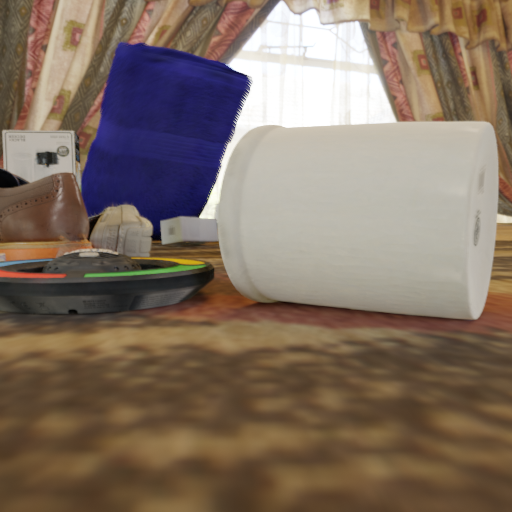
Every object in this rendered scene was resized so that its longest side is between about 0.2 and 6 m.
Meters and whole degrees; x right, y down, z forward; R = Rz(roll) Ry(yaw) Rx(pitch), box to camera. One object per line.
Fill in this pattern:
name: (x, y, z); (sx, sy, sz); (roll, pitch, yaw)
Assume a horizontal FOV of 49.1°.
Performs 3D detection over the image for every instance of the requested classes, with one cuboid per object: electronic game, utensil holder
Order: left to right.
electronic game: (-1.290, 0.143, 4.431); (1.918, 0.399, 1.918); (1, 4, 0)
utensil holder: (0.748, -0.252, 3.877); (1.578, 1.341, 1.341); (6, 6, 29)

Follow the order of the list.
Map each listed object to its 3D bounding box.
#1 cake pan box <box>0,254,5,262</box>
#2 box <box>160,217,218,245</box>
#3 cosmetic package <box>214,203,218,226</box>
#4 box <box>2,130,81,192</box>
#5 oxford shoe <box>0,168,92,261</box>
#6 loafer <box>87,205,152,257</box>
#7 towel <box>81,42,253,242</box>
cake pan box: (-2.860, 0.171, 4.700); (1.232, 0.322, 1.135); (0, 6, -4)
box: (-1.387, -0.511, 11.691); (0.642, 0.503, 1.033); (-8, -5, 40)
cosmetic package: (-0.815, -1.181, 17.791); (0.465, 0.661, 1.304); (-2, -13, 27)
box: (-3.793, -1.132, 10.025); (1.237, 2.121, 0.638); (-3, 3, -10)
oxford shoe: (-3.418, -0.483, 7.098); (3.407, 1.242, 1.215); (2, 5, 25)
loafer: (-2.122, -0.355, 8.116); (0.859, 0.860, 2.461); (7, 2, -21)
towel: (-2.056, -2.235, 11.764); (3.043, 4.121, 1.021); (2, 33, -39)
